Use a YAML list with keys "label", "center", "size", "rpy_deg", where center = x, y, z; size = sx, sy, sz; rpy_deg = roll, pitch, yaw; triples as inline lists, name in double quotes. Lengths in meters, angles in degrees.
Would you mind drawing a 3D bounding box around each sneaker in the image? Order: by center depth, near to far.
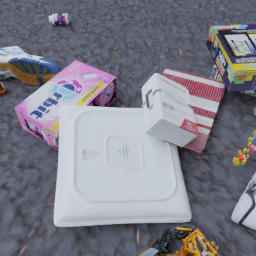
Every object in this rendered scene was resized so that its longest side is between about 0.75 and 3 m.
- label: "sneaker"
  center: [3.103, 1.548, 6.114]
  size: [1.033, 0.675, 1.798]
  rpy_deg: [31, 61, 23]
- label: "sneaker"
  center: [-3.456, -2.183, 9.041]
  size: [2.792, 1.051, 1.231]
  rpy_deg: [8, 50, 6]

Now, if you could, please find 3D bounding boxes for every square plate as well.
- label: "square plate"
  center: [-0.119, 0.656, 6.430]
  size: [2.942, 0.422, 2.970]
  rpy_deg: [2, 58, -12]

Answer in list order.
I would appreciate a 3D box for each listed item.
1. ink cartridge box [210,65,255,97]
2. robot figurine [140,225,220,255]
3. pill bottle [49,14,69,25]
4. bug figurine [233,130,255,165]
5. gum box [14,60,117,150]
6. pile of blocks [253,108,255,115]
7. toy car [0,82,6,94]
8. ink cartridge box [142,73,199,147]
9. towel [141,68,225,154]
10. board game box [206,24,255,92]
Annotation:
- label: "ink cartridge box"
  center: [4.203, -1.672, 8.834]
  size: [2.837, 0.714, 1.546]
  rpy_deg: [22, 53, 17]
- label: "robot figurine"
  center: [0.856, 2.755, 5.058]
  size: [2.255, 0.656, 1.635]
  rpy_deg: [-29, 58, -23]
- label: "pill bottle"
  center: [-2.789, -4.404, 11.349]
  size: [0.755, 0.425, 0.425]
  rpy_deg: [-3, 49, -2]
- label: "bug figurine"
  center: [2.847, 0.546, 6.651]
  size: [0.247, 0.745, 0.961]
  rpy_deg: [33, 73, 29]
- label: "gum box"
  center: [-1.666, -0.670, 7.847]
  size: [1.501, 0.875, 2.646]
  rpy_deg: [26, 54, 21]
- label: "pile of blocks"
  center: [4.034, -0.436, 8.070]
  size: [0.787, 0.245, 0.323]
  rpy_deg: [27, 55, 21]
- label: "toy car"
  center: [-4.135, -1.384, 8.792]
  size: [0.900, 0.441, 0.299]
  rpy_deg: [41, 23, 22]
- label: "ink cartridge box"
  center: [0.965, -0.433, 6.696]
  size: [1.109, 0.626, 1.511]
  rpy_deg: [22, 45, -25]
- label: "towel"
  center: [1.561, -0.652, 8.220]
  size: [2.065, 0.326, 2.867]
  rpy_deg: [19, 52, 16]
- label: "board game box"
  center: [3.967, -2.152, 8.258]
  size: [2.723, 0.772, 2.251]
  rpy_deg: [-4, 52, -4]
